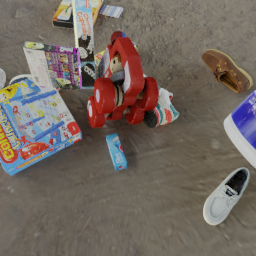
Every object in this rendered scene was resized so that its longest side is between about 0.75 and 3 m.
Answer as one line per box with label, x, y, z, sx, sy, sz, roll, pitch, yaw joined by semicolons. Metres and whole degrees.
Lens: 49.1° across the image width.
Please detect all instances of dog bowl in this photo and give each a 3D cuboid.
dog bowl;3.985;0.359;7.238;2.883;1.135;2.883;27;30;-17

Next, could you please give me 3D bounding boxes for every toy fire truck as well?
toy fire truck;-0.339;-1.425;8.229;1.609;2.870;2.410;-6;74;-19

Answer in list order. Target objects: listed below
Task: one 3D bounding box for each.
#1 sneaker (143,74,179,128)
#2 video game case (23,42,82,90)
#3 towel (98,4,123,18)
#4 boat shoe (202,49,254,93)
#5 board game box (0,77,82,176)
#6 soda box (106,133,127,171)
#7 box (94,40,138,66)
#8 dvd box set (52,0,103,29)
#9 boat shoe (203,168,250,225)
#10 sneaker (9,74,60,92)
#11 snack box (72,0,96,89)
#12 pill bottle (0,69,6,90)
sneaker;0.768;-1.106;9.398;1.198;0.902;2.562;-9;53;-27
video game case;-1.643;-1.356;6.323;1.137;1.255;0.225;7;60;-2
towel;-0.748;-5.160;12.374;0.940;0.112;0.690;16;60;12
boat shoe;3.406;-2.041;9.938;0.720;0.768;2.133;-33;65;-22
board game box;-2.997;-0.209;8.465;2.349;0.670;2.399;-29;75;-18
soda box;-0.348;0.710;8.393;0.364;0.344;1.073;-14;59;-9
box;-0.436;-2.799;10.636;1.672;0.419;0.629;-33;63;-20
dvd box set;-2.135;-5.180;12.241;1.684;0.338;2.302;10;58;5
boat shoe;2.664;1.749;7.520;0.647;0.661;1.856;36;64;21
sneaker;-3.192;-1.367;9.576;1.754;0.658;0.741;-5;59;0
snack box;-1.411;-2.835;8.958;0.521;2.811;1.633;-6;27;-11
pill bottle;-5.155;-1.842;9.746;1.509;0.860;0.860;18;59;11
